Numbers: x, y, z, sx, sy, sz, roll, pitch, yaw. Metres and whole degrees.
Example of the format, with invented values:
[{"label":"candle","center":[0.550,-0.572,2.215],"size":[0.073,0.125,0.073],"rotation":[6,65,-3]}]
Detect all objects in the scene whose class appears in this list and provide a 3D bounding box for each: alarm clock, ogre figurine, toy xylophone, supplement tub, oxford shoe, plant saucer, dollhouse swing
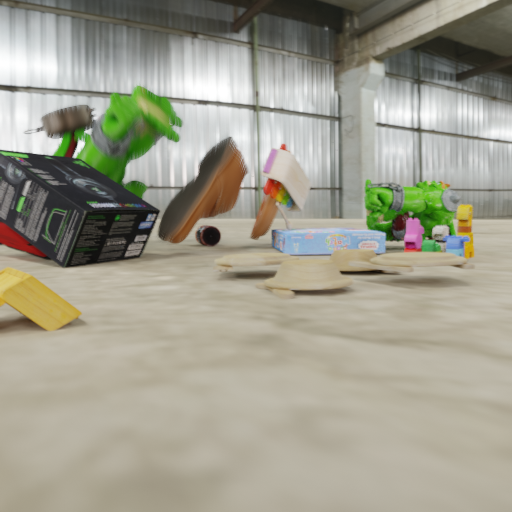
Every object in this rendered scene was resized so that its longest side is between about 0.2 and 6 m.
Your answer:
[{"label":"alarm clock","center":[-3.843,-2.579,11.031],"size":[1.452,0.483,0.979],"rotation":[-16,9,-12]},{"label":"ogre figurine","center":[-3.169,-2.499,12.856],"size":[2.232,2.728,4.550],"rotation":[38,15,-30]},{"label":"toy xylophone","center":[0.631,-1.424,11.894],"size":[0.466,1.357,1.853],"rotation":[14,-23,26]},{"label":"supplement tub","center":[-1.255,-0.520,14.229],"size":[0.531,0.531,0.993],"rotation":[-2,5,-19]},{"label":"oxford shoe","center":[-0.933,-1.214,11.654],"size":[1.112,1.111,3.118],"rotation":[-13,34,42]},{"label":"plant saucer","center":[0.413,-1.426,13.393],"size":[0.365,2.261,2.261],"rotation":[22,4,-3]},{"label":"ogre figurine","center":[3.365,-0.831,12.277],"size":[1.894,1.550,3.159],"rotation":[-1,-34,12]},{"label":"dollhouse swing","center":[-1.971,0.502,4.481],"size":[0.722,0.699,0.795],"rotation":[46,-23,-30]}]

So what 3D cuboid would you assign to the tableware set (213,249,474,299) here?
[{"label":"tableware set","center":[1.010,0.157,7.387],"size":[3.101,0.360,2.591],"rotation":[-3,4,-18]}]

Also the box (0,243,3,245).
[{"label":"box","center":[-7.163,-0.599,14.509],"size":[1.214,0.632,1.105],"rotation":[0,5,-3]}]

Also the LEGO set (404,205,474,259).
[{"label":"LEGO set","center":[3.568,-0.446,10.443],"size":[0.947,1.019,2.482],"rotation":[4,6,31]}]

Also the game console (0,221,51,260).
[{"label":"game console","center":[-4.289,-0.614,10.751],"size":[1.798,1.067,1.549],"rotation":[11,-28,41]}]

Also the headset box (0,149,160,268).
[{"label":"headset box","center":[-3.292,-0.894,9.907],"size":[2.330,1.081,2.028],"rotation":[32,17,20]}]

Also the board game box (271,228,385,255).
[{"label":"board game box","center":[1.473,-0.353,12.390],"size":[2.020,0.489,2.671],"rotation":[-1,4,-4]}]
